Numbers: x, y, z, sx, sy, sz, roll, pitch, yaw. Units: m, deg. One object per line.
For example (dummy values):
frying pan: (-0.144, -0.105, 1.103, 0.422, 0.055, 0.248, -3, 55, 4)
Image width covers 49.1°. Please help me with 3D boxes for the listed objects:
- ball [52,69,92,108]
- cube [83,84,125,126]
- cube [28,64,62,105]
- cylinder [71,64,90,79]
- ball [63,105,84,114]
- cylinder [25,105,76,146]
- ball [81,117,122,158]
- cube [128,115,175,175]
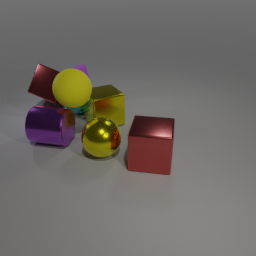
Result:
ball: (-2.016, -1.435, 10.153, 1.400, 1.400, 1.400, 0, 29, 0)
cube: (-1.043, -0.906, 11.956, 1.400, 1.400, 1.400, -14, 31, -23)
cube: (-3.569, -2.006, 13.174, 1.400, 1.400, 1.400, 23, 3, 5)
cylinder: (-2.257, -2.583, 13.294, 0.700, 0.700, 0.700, -14, 26, 7)
ball: (-2.339, -1.324, 12.784, 1.400, 1.400, 1.400, 0, 29, 0)
cylinder: (-2.866, -0.092, 10.476, 1.400, 1.400, 1.400, 6, 29, 10)
ball: (-0.921, 0.327, 9.726, 1.400, 1.400, 1.400, 0, 29, 0)
cube: (0.791, 0.534, 9.345, 1.400, 1.400, 1.400, 5, 29, 9)
